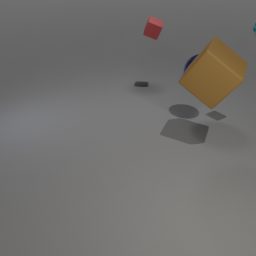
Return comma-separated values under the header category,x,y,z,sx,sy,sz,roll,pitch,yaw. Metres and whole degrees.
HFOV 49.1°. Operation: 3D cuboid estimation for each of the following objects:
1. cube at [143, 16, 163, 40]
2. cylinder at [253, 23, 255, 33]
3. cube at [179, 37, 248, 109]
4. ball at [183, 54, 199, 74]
category,x,y,z,sx,sy,sz,roll,pitch,yaw
cube,1.194,-4.720,13.228,0.700,0.700,0.700,19,44,-8
cylinder,4.544,-3.201,9.010,0.700,0.700,0.700,-20,61,-31
cube,2.723,-1.759,8.924,1.400,1.400,1.400,39,42,-2
ball,2.916,-2.235,11.154,1.400,1.400,1.400,0,29,0
